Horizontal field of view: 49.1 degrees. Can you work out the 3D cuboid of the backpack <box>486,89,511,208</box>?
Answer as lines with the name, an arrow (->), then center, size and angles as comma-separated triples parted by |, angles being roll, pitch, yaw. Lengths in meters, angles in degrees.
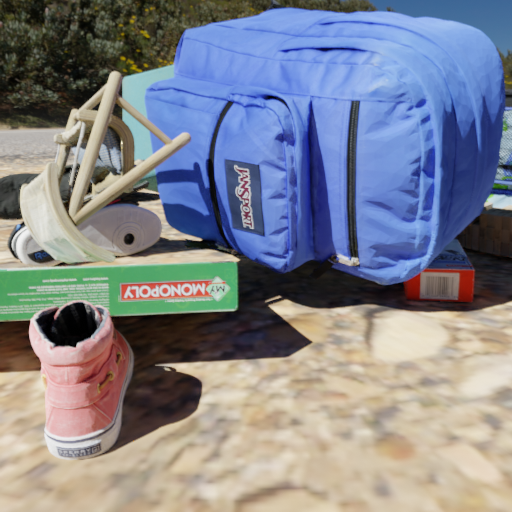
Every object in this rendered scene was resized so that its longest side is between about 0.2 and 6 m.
backpack -> 4.851, -1.876, 11.020 | 3.667, 2.695, 3.355 | 14, 14, 30

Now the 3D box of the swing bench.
swing bench -> -1.894, -0.860, 6.363 | 1.135, 1.750, 1.740 | 39, -20, -25

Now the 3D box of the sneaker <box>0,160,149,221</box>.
sneaker -> -3.102, -1.096, 8.995 | 2.553, 0.767, 1.331 | -8, -2, -23

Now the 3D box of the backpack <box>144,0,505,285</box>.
backpack -> 0.865, -1.313, 7.507 | 4.118, 3.346, 3.455 | 19, 43, 35

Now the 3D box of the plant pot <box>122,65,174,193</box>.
plant pot -> -0.739, -2.577, 11.292 | 3.191, 2.255, 2.254 | -6, -8, 33

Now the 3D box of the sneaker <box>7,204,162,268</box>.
sneaker -> -2.978, -0.474, 9.608 | 2.450, 0.895, 1.371 | -12, 19, -35

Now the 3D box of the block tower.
block tower -> 4.013, -0.491, 9.621 | 0.704, 0.754, 2.607 | -20, 22, -34

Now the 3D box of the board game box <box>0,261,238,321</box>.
board game box -> -2.049, 0.356, 6.276 | 3.548, 0.516, 2.387 | -2, -1, -6

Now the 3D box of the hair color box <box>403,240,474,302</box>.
hair color box -> 2.567, 0.167, 8.093 | 0.871, 0.502, 1.570 | 1, 15, 11

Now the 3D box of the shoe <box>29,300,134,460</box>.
shoe -> -1.525, 0.800, 5.069 | 0.761, 0.969, 2.130 | -3, 16, -11

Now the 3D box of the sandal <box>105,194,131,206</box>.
sandal -> -3.852, -1.528, 14.012 | 1.108, 0.665, 2.951 | 7, 2, 6
